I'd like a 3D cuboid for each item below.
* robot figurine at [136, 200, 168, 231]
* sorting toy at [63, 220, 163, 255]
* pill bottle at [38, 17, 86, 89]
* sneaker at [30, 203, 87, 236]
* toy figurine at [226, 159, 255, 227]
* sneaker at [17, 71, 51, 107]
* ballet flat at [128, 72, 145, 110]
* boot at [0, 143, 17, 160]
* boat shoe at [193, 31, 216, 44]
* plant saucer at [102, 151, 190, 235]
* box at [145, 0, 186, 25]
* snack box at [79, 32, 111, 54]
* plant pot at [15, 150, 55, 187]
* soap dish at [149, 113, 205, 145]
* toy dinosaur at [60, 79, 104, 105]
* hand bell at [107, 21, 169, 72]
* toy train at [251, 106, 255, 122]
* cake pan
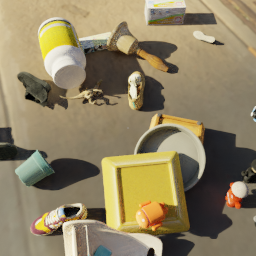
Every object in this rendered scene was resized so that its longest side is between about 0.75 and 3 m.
[{"bbox_3d":[0.628,2.364,7.600,0.945,0.551,0.680,-22,97,-16],"label":"robot figurine"},{"bbox_3d":[-0.185,3.830,6.971,2.616,1.552,2.906,-4,54,-12],"label":"sorting toy"},{"bbox_3d":[-2.703,-3.080,11.619,1.666,1.666,2.963,-15,55,-10],"label":"pill bottle"},{"bbox_3d":[-2.054,2.584,8.168,1.689,0.761,0.633,-18,57,-12],"label":"sneaker"},{"bbox_3d":[3.977,1.973,8.350,1.689,1.175,1.662,-37,62,-24],"label":"toy figurine"},{"bbox_3d":[-3.882,-1.563,11.213,1.939,0.582,1.011,24,53,12],"label":"sneaker"},{"bbox_3d":[0.318,-1.669,11.192,0.698,0.641,2.033,-12,53,15],"label":"ballet flat"},{"bbox_3d":[-4.971,0.334,9.797,2.308,0.782,1.508,-2,51,-2],"label":"boot"},{"bbox_3d":[3.638,-4.287,13.361,1.133,0.323,0.379,31,95,24],"label":"boat shoe"},{"bbox_3d":[0.521,1.921,8.277,2.445,0.592,2.444,-5,75,-4],"label":"plant saucer"},{"bbox_3d":[1.849,-5.886,14.039,1.904,0.965,1.071,-3,55,-2],"label":"box"},{"bbox_3d":[-1.419,-3.980,13.057,1.571,0.291,0.913,-16,50,-10],"label":"snack box"},{"bbox_3d":[-3.021,1.350,9.012,0.926,0.946,0.946,-38,63,-14],"label":"plant pot"},{"bbox_3d":[1.661,0.322,9.751,1.955,0.794,1.538,11,56,9],"label":"soap dish"},{"bbox_3d":[-1.649,-1.311,11.189,1.924,0.560,0.973,-31,45,-29],"label":"toy dinosaur"},{"bbox_3d":[0.601,-3.302,12.306,2.785,1.450,1.450,36,61,8],"label":"hand bell"},{"bbox_3d":[5.260,-0.487,10.527,1.203,0.521,0.687,15,47,12],"label":"toy train"},{"bbox_3d":[1.312,0.969,8.913,2.212,0.406,2.212,0,89,9],"label":"cake pan"}]
